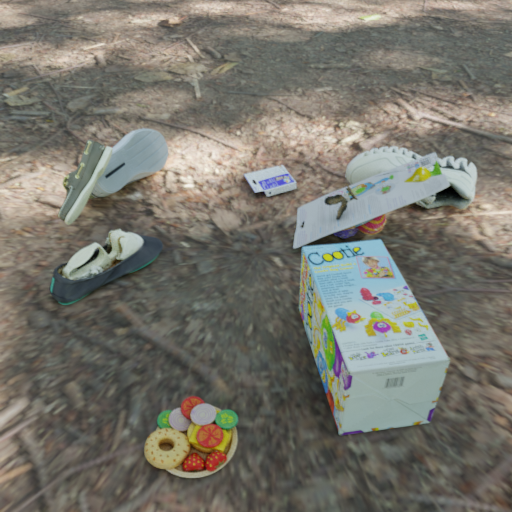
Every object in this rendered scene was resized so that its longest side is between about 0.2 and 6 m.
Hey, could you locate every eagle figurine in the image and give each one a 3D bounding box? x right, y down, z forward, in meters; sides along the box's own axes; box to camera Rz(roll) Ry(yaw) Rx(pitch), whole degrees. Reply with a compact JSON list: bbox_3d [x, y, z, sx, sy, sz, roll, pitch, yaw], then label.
[{"bbox_3d":[1.516,-0.941,9.954,0.547,0.413,0.415,-35,35,18],"label":"eagle figurine"}]

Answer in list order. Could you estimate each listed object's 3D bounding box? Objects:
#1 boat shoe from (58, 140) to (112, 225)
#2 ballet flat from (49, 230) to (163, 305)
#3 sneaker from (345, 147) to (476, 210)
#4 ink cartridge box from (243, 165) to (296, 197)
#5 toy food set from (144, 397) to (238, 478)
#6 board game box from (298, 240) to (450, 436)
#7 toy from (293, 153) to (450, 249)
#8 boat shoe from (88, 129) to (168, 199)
[{"bbox_3d":[-3.209,-1.361,10.225,0.514,0.615,1.720,26,66,-11],"label":"boat shoe"},{"bbox_3d":[-2.524,0.033,9.620,0.816,0.816,2.235,30,47,33],"label":"ballet flat"},{"bbox_3d":[3.189,-1.550,11.575,2.688,1.010,1.089,7,47,10],"label":"sneaker"},{"bbox_3d":[0.289,-1.610,12.119,0.933,0.202,0.924,-14,36,-10],"label":"ink cartridge box"},{"bbox_3d":[-0.785,2.287,7.109,1.106,0.269,1.095,10,39,13],"label":"toy food set"},{"bbox_3d":[1.488,1.039,7.888,1.296,1.273,2.472,-5,38,-7],"label":"board game box"},{"bbox_3d":[2.141,-0.867,10.436,2.876,0.679,1.656,-25,24,21],"label":"toy"},{"bbox_3d":[-2.900,-2.006,12.033,0.883,1.025,2.847,-12,20,29],"label":"boat shoe"}]
